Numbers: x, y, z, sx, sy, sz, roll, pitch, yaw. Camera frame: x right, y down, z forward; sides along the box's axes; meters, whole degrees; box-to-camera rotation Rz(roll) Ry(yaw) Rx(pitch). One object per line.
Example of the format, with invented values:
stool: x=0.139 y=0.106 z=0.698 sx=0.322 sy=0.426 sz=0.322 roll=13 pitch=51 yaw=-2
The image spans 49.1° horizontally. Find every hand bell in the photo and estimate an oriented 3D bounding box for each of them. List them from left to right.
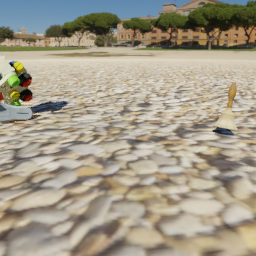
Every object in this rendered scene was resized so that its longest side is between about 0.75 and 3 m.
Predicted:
hand bell: x=2.266 y=-0.496 z=6.215 sx=0.533 sy=1.024 sz=0.533 roll=11 pitch=4 yaw=-1

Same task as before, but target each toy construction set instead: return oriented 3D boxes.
toy construction set: x=-3.608 y=-1.026 z=7.591 sx=1.837 sy=1.291 sz=2.802 roll=-37 pitch=7 yaw=-27

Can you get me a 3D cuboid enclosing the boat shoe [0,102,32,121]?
boat shoe: x=-3.268 y=-0.395 z=7.454 sx=0.456 sy=0.502 sz=1.365 roll=-1 pitch=-8 yaw=43
